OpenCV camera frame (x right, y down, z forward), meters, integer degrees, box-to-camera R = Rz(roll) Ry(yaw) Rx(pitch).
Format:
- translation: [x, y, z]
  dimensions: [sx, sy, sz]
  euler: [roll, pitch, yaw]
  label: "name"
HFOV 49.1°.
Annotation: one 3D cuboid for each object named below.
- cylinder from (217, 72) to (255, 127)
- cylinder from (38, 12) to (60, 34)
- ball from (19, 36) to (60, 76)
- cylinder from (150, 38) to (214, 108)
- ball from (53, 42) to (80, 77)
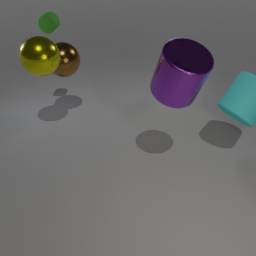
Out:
- translation: [4.057, -0.973, 9.623]
  dimensions: [1.400, 1.400, 1.400]
  euler: [34, 8, -5]
  label: "cylinder"
- translation: [-3.152, -4.208, 11.180]
  dimensions: [0.700, 0.700, 0.700]
  euler: [2, 33, 3]
  label: "cylinder"
- translation: [-3.129, -2.550, 9.991]
  dimensions: [1.400, 1.400, 1.400]
  euler: [0, 32, 0]
  label: "ball"
- translation: [1.446, -1.499, 7.774]
  dimensions: [1.400, 1.400, 1.400]
  euler: [6, 55, -9]
  label: "cylinder"
- translation: [-2.668, -2.802, 11.521]
  dimensions: [1.400, 1.400, 1.400]
  euler: [0, 32, 0]
  label: "ball"
